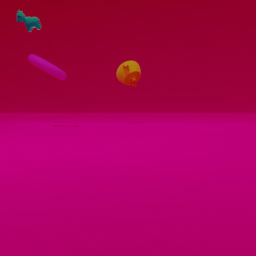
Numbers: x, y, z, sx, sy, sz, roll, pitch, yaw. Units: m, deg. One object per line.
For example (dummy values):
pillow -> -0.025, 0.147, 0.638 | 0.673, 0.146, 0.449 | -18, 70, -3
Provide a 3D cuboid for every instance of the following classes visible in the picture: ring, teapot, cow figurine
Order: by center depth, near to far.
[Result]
ring -> -2.583, -1.941, 8.993 | 1.312, 0.262, 1.312 | 29, -1, 0
cow figurine -> -4.124, -4.473, 11.600 | 0.894, 0.880, 0.491 | -10, 40, 8
teapot -> 0.073, -2.307, 11.913 | 1.079, 0.850, 1.735 | -31, -28, 0
